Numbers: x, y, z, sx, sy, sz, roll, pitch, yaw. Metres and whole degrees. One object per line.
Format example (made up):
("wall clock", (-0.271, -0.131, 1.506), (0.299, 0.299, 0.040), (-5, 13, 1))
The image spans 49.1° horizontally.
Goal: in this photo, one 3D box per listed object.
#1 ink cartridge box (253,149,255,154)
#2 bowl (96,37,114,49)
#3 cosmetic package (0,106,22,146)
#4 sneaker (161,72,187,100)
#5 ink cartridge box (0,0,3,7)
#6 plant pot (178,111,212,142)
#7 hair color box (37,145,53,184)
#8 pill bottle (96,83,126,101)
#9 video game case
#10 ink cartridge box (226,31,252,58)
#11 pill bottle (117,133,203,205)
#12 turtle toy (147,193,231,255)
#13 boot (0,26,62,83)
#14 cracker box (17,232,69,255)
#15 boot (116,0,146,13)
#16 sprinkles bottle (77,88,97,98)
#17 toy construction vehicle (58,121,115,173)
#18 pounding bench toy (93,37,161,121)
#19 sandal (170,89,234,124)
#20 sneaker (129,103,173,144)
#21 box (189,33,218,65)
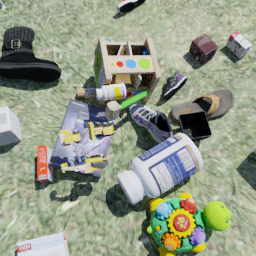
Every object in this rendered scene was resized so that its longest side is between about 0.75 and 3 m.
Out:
("ink cartridge box", (6.177, 0.559, 9.903), (2.416, 1.755, 1.747), (-34, 72, -13))
("bowl", (-0.966, -3.590, 12.293), (0.978, 0.512, 0.978), (0, 67, 1))
("cosmetic package", (-4.701, -0.030, 10.453), (0.993, 1.194, 1.000), (-14, 68, -6))
("sneaker", (1.755, -1.736, 11.541), (0.640, 0.554, 1.462), (39, 64, 21))
("ink cartridge box", (-7.018, -6.951, 12.924), (1.099, 1.876, 2.596), (-26, 70, -10))
("plant pot", (2.438, 0.051, 10.586), (1.014, 0.901, 1.016), (-9, 69, -4))
("hair color box", (-3.018, 1.329, 10.198), (0.383, 0.635, 1.251), (-9, 67, -1))
("pill bottle", (-0.590, -1.230, 9.669), (0.988, 0.515, 0.515), (-9, 68, -11))
("video game case", (-1.622, 0.359, 10.503), (1.920, 0.255, 2.688), (17, 64, -9))
("ink cartridge box", (4.808, -3.619, 12.204), (0.388, 0.688, 0.937), (-34, 71, -13))
("pill bottle", (1.058, 1.446, 9.670), (2.734, 1.517, 1.517), (-29, 71, -11))
("turtle toy", (1.945, 3.048, 9.091), (2.713, 1.371, 1.977), (-11, 68, -4))
("boot", (-4.072, -3.165, 11.796), (2.891, 1.088, 2.161), (6, 68, 3))
("cracker box", (-2.601, 4.603, 8.852), (1.485, 0.639, 2.217), (-11, 69, -4))
("boot", (-0.117, -6.181, 13.330), (1.679, 0.608, 1.211), (-35, 71, -22))
("sprinkles bottle", (-1.461, -1.443, 11.464), (1.192, 0.407, 0.407), (-1, 68, 0))
("toy construction vehicle", (-1.285, 0.633, 8.809), (1.794, 0.632, 1.562), (-4, 104, -2))
("pounding bench toy", (0.093, -1.696, 10.614), (2.282, 1.818, 2.926), (-4, 67, -16))
("sandal", (2.986, -0.918, 11.066), (2.700, 0.737, 1.103), (-13, 68, -5))
("sneaker", (0.906, -0.420, 10.450), (2.141, 1.498, 0.832), (42, 74, 15))
("box", (3.248, -3.418, 12.092), (0.739, 0.747, 0.900), (-32, 71, -12))
